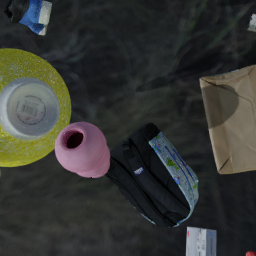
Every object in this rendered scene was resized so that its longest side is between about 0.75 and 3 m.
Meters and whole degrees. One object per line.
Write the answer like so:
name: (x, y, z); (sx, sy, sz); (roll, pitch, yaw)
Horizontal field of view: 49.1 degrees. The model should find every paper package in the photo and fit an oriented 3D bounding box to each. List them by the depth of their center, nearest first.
paper package: (2.220, -0.068, 5.782); (1.040, 2.010, 1.915); (-13, 81, 18)

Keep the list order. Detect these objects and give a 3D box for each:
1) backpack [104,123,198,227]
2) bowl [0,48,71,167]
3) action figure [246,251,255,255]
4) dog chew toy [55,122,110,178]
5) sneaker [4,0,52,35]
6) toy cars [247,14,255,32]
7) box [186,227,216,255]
backpack: (0.622, 1.130, 6.162); (1.712, 1.614, 2.099); (-42, 77, 29)
bowl: (-2.181, -0.402, 5.779); (2.619, 1.409, 2.619); (-4, 96, -38)
action figure: (2.725, 2.292, 5.016); (1.437, 0.371, 0.470); (11, 62, -19)
dog chew toy: (-0.635, 0.426, 4.466); (0.769, 1.234, 0.769); (-6, 62, 11)
sneaker: (-2.369, -2.685, 6.606); (0.969, 1.743, 0.669); (10, 97, -20)
toy cars: (3.597, -2.686, 7.604); (1.136, 0.509, 0.252); (39, 72, -30)
box: (1.631, 2.786, 6.352); (0.261, 1.266, 0.987); (8, 72, -6)
